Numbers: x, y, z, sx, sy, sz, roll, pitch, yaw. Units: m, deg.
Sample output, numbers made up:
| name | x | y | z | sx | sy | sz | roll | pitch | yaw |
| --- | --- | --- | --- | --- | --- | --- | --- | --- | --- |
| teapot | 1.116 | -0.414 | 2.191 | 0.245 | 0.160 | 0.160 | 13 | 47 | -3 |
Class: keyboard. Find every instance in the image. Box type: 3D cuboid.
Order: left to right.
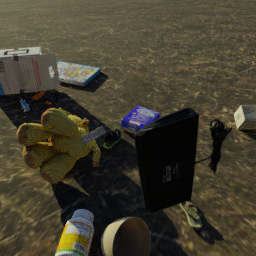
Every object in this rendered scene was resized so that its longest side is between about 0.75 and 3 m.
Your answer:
| name | x | y | z | sx | sy | sz | roll | pitch | yaw |
| --- | --- | --- | --- | --- | --- | --- | --- | --- | --- |
| keyboard | 1.010 | 0.652 | 5.144 | 1.704 | 2.682 | 0.276 | -17 | 48 | -7 |

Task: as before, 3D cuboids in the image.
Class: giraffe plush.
| name | x | y | z | sx | sy | sz | roll | pitch | yaw |
| --- | --- | --- | --- | --- | --- | --- | --- | --- | --- |
| giraffe plush | -1.898 | 0.230 | 8.655 | 2.449 | 2.113 | 1.986 | -14 | 17 | -4 |

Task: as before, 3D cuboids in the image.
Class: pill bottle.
| name | x | y | z | sx | sy | sz | roll | pitch | yaw |
| --- | --- | --- | --- | --- | --- | --- | --- | --- | --- |
| pill bottle | -1.148 | 2.482 | 6.324 | 0.678 | 0.678 | 1.222 | 4 | 36 | 5 |

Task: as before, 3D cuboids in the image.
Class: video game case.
| name | x | y | z | sx | sy | sz | roll | pitch | yaw |
| --- | --- | --- | --- | --- | --- | --- | --- | --- | --- |
| video game case | -2.864 | -2.756 | 13.949 | 2.520 | 0.224 | 1.804 | 13 | 38 | 17 |

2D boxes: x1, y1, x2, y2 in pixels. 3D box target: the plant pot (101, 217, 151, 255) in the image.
| name | x | y | z | sx | sy | sz | roll | pitch | yaw |
| --- | --- | --- | --- | --- | --- | --- | --- | --- | --- |
| plant pot | -0.152 | 2.501 | 6.128 | 0.759 | 1.130 | 1.130 | -11 | 20 | 46 |

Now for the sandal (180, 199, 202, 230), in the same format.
| name | x | y | z | sx | sy | sz | roll | pitch | yaw |
| --- | --- | --- | --- | --- | --- | --- | --- | --- | --- |
| sandal | 1.639 | 2.112 | 7.169 | 0.400 | 0.287 | 1.007 | -8 | 37 | -11 |

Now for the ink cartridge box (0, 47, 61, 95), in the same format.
| name | x | y | z | sx | sy | sz | roll | pitch | yaw |
| --- | --- | --- | --- | --- | --- | --- | --- | --- | --- |
| ink cartridge box | -4.598 | -2.522 | 12.326 | 2.990 | 1.734 | 1.014 | -7 | 36 | -10 |

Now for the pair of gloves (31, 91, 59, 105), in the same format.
| name | x | y | z | sx | sy | sz | roll | pitch | yaw |
| --- | --- | --- | --- | --- | --- | --- | --- | --- | --- |
| pair of gloves | -3.559 | -1.306 | 12.032 | 1.053 | 0.130 | 0.938 | 10 | 37 | 13 |

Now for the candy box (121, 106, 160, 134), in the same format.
| name | x | y | z | sx | sy | sz | roll | pitch | yaw |
| --- | --- | --- | --- | --- | --- | --- | --- | --- | --- |
| candy box | 0.470 | -0.253 | 10.291 | 1.006 | 0.458 | 1.190 | 22 | 40 | 24 |

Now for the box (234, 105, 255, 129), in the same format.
| name | x | y | z | sx | sy | sz | roll | pitch | yaw |
| --- | --- | --- | --- | --- | --- | --- | --- | --- | --- |
| box | 4.784 | -0.402 | 10.113 | 1.593 | 0.756 | 0.619 | -1 | 64 | -3 |

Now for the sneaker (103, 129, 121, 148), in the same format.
| name | x | y | z | sx | sy | sz | roll | pitch | yaw |
| --- | --- | --- | --- | --- | --- | --- | --- | --- | --- |
| sneaker | -0.517 | 0.313 | 9.556 | 0.369 | 0.403 | 0.961 | 15 | 39 | 20 |

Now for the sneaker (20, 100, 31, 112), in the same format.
| name | x | y | z | sx | sy | sz | roll | pitch | yaw |
| --- | --- | --- | --- | --- | --- | --- | --- | --- | --- |
| sneaker | -4.168 | -0.878 | 11.376 | 0.364 | 0.318 | 0.810 | -1 | 35 | -34 |
